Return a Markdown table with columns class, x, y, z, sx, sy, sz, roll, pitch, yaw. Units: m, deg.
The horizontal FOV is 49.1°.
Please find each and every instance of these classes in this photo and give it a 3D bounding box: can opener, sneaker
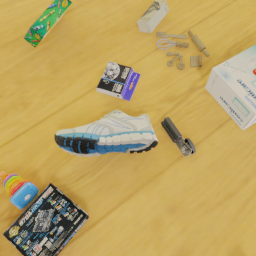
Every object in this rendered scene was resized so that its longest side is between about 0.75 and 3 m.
| class | x | y | z | sx | sy | sz | roll | pitch | yaw |
| --- | --- | --- | --- | --- | --- | --- | --- | --- | --- |
| can opener | 1.547 | 0.255 | 8.549 | 0.455 | 0.363 | 1.362 | -11 | 60 | -41 |
| sneaker | -0.655 | 0.074 | 8.286 | 2.943 | 1.103 | 1.275 | -1 | 59 | -10 |

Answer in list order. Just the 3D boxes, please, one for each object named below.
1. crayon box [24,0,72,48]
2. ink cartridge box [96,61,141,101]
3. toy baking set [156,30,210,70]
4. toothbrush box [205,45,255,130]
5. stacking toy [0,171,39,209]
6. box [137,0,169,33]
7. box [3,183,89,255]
| class | x | y | z | sx | sy | sz | roll | pitch | yaw |
| --- | --- | --- | --- | --- | --- | --- | --- | --- | --- |
| crayon box | -2.819 | -3.790 | 9.885 | 0.530 | 1.081 | 1.820 | 40 | 66 | -23 |
| ink cartridge box | -0.295 | -1.581 | 9.374 | 1.190 | 0.258 | 1.179 | 18 | 66 | 7 |
| toy baking set | 1.894 | -2.903 | 9.981 | 1.561 | 0.237 | 2.034 | -21 | 67 | -9 |
| toothbrush box | 4.137 | -1.476 | 8.830 | 2.651 | 1.131 | 1.941 | -29 | 67 | -11 |
| stacking toy | -3.178 | 1.570 | 7.794 | 1.299 | 0.754 | 0.713 | 30 | 65 | 28 |
| box | 0.925 | -4.117 | 10.323 | 0.542 | 0.451 | 1.320 | 19 | 64 | 35 |
| box | -2.124 | 2.571 | 7.385 | 1.401 | 0.405 | 1.763 | 36 | 70 | 15 |
